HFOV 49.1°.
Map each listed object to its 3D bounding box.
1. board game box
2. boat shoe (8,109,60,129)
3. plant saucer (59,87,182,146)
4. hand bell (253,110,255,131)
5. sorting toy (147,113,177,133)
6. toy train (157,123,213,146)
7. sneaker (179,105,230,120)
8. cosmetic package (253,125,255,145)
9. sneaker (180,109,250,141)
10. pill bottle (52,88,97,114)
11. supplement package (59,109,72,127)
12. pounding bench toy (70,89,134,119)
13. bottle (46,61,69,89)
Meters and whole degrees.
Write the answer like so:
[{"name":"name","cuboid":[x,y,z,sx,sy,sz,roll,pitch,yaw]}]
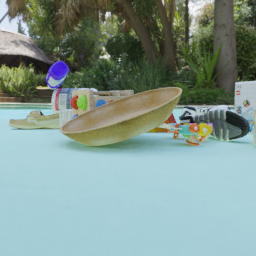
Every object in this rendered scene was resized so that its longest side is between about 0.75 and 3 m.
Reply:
[{"name":"board game box","cuboid":[4.362,-0.594,8.167,0.444,1.618,2.563,-4,7,-37]},{"name":"boat shoe","cuboid":[-3.298,-0.331,10.386,2.156,0.716,0.798,-1,5,-8]},{"name":"plant saucer","cuboid":[-0.111,-0.246,6.599,2.956,0.523,2.956,-17,13,4]},{"name":"hand bell","cuboid":[2.952,0.171,4.175,1.336,1.336,2.566,1,17,7]},{"name":"sorting toy","cuboid":[0.568,-0.227,9.945,0.973,0.980,2.826,-27,16,-19]},{"name":"toy train","cuboid":[1.346,0.127,6.765,1.324,0.490,1.762,0,2,20]},{"name":"sneaker","cuboid":[2.629,-0.376,10.139,1.414,0.867,2.173,-2,5,-12]},{"name":"cosmetic package","cuboid":[3.188,0.150,6.358,0.668,0.410,1.619,3,4,25]},{"name":"sneaker","cuboid":[2.513,-0.102,7.540,1.222,0.794,2.115,-1,3,-35]},{"name":"pill bottle","cuboid":[-2.315,-1.202,14.637,2.911,1.741,1.741,1,5,4]},{"name":"supplement package","cuboid":[-1.796,-0.286,9.777,0.971,0.731,0.737,4,6,39]},{"name":"pounding bench toy","cuboid":[-0.673,-0.475,8.426,1.686,1.343,2.162,-3,6,-32]},{"name":"bottle","cuboid":[-3.571,-2.498,13.872,0.954,0.746,2.285,-48,10,-24]}]
